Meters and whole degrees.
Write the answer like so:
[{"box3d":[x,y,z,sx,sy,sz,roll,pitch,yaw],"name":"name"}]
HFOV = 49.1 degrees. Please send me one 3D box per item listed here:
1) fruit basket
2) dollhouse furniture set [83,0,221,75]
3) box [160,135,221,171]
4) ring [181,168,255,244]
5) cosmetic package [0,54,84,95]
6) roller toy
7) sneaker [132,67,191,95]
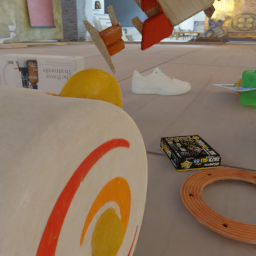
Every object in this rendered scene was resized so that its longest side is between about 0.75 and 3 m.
[{"box3d":[5.172,-1.728,11.009,2.778,1.406,2.999,0,18,-1],"name":"fruit basket"},{"box3d":[0.675,-2.273,5.696,2.863,1.475,2.832,-30,-4,0],"name":"dollhouse furniture set"},{"box3d":[1.407,0.545,6.535,1.010,0.312,1.265,-2,21,-11],"name":"box"},{"box3d":[1.949,1.268,4.811,2.072,0.199,2.072,0,20,0],"name":"ring"},{"box3d":[-2.693,-1.271,8.903,2.656,2.002,0.686,5,22,14],"name":"cosmetic package"},{"box3d":[-0.859,0.813,2.840,1.824,2.381,2.610,10,34,25],"name":"roller toy"},{"box3d":[1.457,-2.072,12.201,2.590,1.146,0.974,1,20,2],"name":"sneaker"}]
